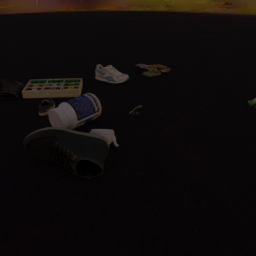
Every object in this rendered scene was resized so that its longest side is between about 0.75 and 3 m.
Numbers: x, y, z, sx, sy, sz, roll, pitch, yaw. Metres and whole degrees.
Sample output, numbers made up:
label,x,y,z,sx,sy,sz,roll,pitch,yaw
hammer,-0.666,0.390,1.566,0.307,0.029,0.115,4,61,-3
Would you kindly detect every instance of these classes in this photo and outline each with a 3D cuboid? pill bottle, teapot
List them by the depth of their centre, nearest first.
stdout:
label,x,y,z,sx,sy,sz,roll,pitch,yaw
teapot,-0.912,0.381,9.716,0.889,0.658,0.900,5,-5,-41
pill bottle,-2.061,-0.604,10.981,1.102,1.102,1.904,23,36,35

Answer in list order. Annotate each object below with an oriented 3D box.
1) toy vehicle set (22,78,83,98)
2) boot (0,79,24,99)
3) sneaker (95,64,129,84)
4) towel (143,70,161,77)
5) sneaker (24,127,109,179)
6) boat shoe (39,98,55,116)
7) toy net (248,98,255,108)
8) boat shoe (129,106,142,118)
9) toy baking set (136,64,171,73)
label,x,y,z,sx,sy,sz,roll,pitch,yaw
toy vehicle set,-3.783,-2.065,14.371,2.789,0.370,1.733,-2,29,-4
boot,-6.067,-1.891,13.840,1.685,0.583,1.467,3,28,0
sneaker,-0.921,-3.018,15.611,2.081,0.840,0.796,13,30,21
towel,1.411,-3.239,16.698,0.950,0.173,0.705,-17,33,-27
sneaker,-1.995,0.742,8.586,2.743,1.026,1.457,2,26,1
boat shoe,-3.595,-1.025,12.373,0.532,0.479,1.478,1,29,2
toy net,5.936,-1.208,13.004,0.525,0.193,1.001,20,34,31
boat shoe,0.362,-0.664,11.383,0.289,0.806,0.272,-12,72,-37
toy baking set,1.549,-3.776,17.317,1.641,0.249,2.138,-10,28,-39
